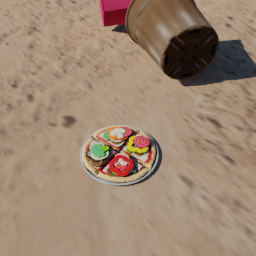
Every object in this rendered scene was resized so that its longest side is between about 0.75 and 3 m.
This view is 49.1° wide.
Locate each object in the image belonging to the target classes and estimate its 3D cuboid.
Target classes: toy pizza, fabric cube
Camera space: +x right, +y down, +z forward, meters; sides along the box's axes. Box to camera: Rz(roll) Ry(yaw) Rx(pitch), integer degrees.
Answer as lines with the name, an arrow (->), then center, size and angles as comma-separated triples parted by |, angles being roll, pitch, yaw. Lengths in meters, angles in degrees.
toy pizza -> -0.195, 0.507, 6.397 | 1.799, 0.285, 1.799 | 0, 45, 0
fabric cube -> -0.450, -4.550, 10.271 | 1.134, 1.130, 1.112 | -9, 83, -6

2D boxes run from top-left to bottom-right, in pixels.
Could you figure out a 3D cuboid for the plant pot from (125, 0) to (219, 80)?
plant pot -> 1.338, -2.784, 8.271 | 2.299, 2.299, 2.276 | -12, 50, -12
